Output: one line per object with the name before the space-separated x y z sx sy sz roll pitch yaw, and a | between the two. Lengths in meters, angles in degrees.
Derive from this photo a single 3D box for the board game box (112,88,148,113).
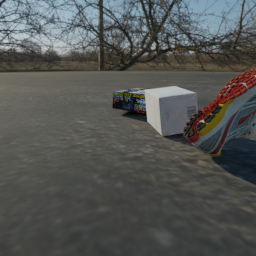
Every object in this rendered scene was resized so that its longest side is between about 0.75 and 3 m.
board game box | 0.917 -1.177 11.862 2.193 0.752 2.653 11 16 24

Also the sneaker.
sneaker | 2.445 -0.392 6.274 2.503 1.028 0.974 -42 17 8

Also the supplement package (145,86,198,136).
supplement package | 1.302 -0.607 8.784 1.141 1.155 1.905 -9 16 -7
